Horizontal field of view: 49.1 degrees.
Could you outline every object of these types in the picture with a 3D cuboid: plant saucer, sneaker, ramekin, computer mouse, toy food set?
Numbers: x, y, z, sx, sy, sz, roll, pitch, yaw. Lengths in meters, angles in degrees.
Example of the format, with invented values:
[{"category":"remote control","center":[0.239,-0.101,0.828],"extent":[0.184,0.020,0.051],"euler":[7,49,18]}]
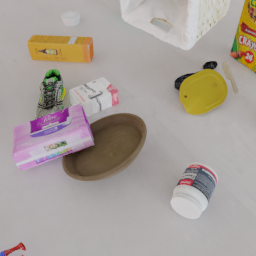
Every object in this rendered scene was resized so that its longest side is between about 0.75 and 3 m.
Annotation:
[{"category":"plant saucer","center":[-0.562,0.463,6.960],"extent":[2.287,0.337,2.287],"euler":[-19,34,14]},{"category":"sneaker","center":[-2.399,-0.951,8.494],"extent":[0.882,0.963,2.262],"euler":[-6,45,-6]},{"category":"ramekin","center":[-2.687,-5.146,13.179],"extent":[0.913,0.425,0.913],"euler":[0,44,0]},{"category":"computer mouse","center":[2.468,-1.818,9.859],"extent":[0.736,0.428,2.512],"euler":[10,34,46]},{"category":"toy food set","center":[2.433,-1.170,8.953],"extent":[2.091,0.683,1.230],"euler":[-26,89,-17]}]

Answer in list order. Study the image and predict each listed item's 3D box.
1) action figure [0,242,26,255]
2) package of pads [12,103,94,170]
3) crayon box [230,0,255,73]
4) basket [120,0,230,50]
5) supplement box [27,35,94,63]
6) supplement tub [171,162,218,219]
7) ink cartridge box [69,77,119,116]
[{"category":"action figure","center":[-2.670,2.703,5.168],"extent":[1.582,0.409,0.517],"euler":[-21,42,-14]},{"category":"package of pads","center":[-1.945,0.196,7.218],"extent":[1.991,0.753,1.200],"euler":[-21,43,-4]},{"category":"crayon box","center":[4.734,-3.458,9.611],"extent":[0.758,2.984,1.895],"euler":[-19,47,-18]},{"category":"basket","center":[1.393,-4.361,8.036],"extent":[2.336,2.905,2.879],"euler":[-39,57,-24]},{"category":"supplement box","center":[-2.561,-3.060,10.780],"extent":[2.384,0.793,0.820],"euler":[3,44,2]},{"category":"supplement tub","center":[1.481,1.372,6.244],"extent":[0.766,0.766,1.092],"euler":[23,48,22]},{"category":"ink cartridge box","center":[-1.074,-0.986,8.825],"extent":[1.302,0.552,0.948],"euler":[-27,50,-22]}]
